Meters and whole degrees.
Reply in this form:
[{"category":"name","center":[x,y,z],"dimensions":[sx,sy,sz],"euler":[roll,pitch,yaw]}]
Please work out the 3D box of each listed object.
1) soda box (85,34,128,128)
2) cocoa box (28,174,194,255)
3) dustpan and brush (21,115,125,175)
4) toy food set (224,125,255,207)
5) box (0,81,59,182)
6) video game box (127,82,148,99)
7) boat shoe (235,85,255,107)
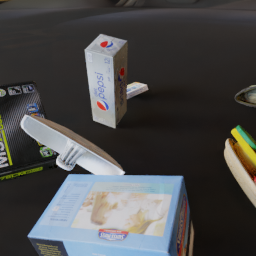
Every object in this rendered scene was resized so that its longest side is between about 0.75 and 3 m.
[{"category":"soda box","center":[-0.540,-1.215,7.802],"dimensions":[0.802,2.527,0.863],"euler":[19,51,16]},{"category":"cocoa box","center":[-0.125,1.471,3.871],"dimensions":[1.848,1.213,1.233],"euler":[-3,31,21]},{"category":"dustpan and brush","center":[-1.019,0.468,5.108],"dimensions":[1.697,0.696,2.432],"euler":[31,-2,-6]},{"category":"toy food set","center":[2.439,1.012,4.670],"dimensions":[2.212,0.544,2.235],"euler":[28,29,-41]},{"category":"box","center":[-2.927,0.076,6.256],"dimensions":[2.216,0.545,2.295],"euler":[-11,63,-27]},{"category":"video game box","center":[0.139,-1.405,10.404],"dimensions":[0.895,0.230,0.983],"euler":[-24,23,-17]},{"category":"boat shoe","center":[4.463,-0.981,8.889],"dimensions":[0.810,0.915,2.501],"euler":[-19,6,-17]}]
